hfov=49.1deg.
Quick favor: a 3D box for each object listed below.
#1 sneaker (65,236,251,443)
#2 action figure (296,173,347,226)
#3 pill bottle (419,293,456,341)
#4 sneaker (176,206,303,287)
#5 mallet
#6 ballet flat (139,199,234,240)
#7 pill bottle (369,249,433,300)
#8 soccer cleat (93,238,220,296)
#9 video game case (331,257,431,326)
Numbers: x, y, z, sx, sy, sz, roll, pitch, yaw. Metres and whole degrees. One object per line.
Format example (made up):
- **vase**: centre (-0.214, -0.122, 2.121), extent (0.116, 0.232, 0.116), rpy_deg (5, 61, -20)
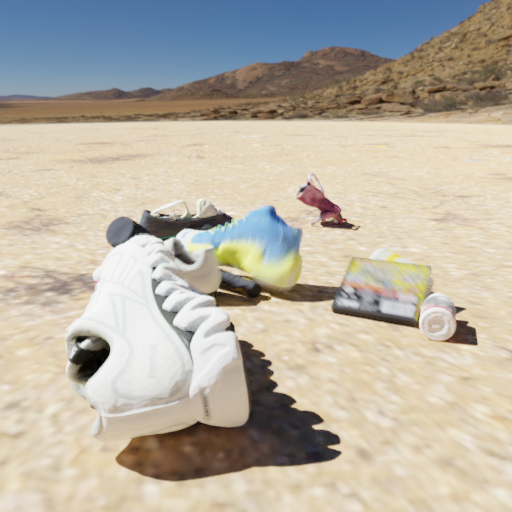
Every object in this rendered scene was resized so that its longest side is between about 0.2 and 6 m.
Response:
- **sneaker**: centre (-1.271, 0.666, 5.564), extent (1.356, 1.257, 3.346), rpy_deg (-16, 21, -20)
- **action figure**: centre (1.437, -1.101, 11.734), extent (1.228, 0.914, 0.823), rpy_deg (34, 32, 3)
- **pill bottle**: centre (2.155, 0.696, 6.642), extent (0.400, 0.400, 0.722), rpy_deg (5, 16, 17)
- **sneaker**: centre (-0.180, -0.290, 8.074), extent (1.987, 1.043, 0.752), rpy_deg (18, 4, 20)
- **mallet**: centre (-1.142, 0.021, 8.225), extent (2.689, 0.553, 0.885), rpy_deg (17, -16, 37)
- **ballet flat**: centre (-1.242, -0.728, 10.816), extent (2.086, 0.762, 0.762), rpy_deg (-7, 18, -21)
- **pill bottle**: centre (1.996, 0.272, 7.787), extent (0.487, 0.487, 0.863), rpy_deg (-12, 31, -36)
- **soccer cleat**: centre (-1.395, 0.116, 7.822), extent (1.913, 0.826, 0.668), rpy_deg (4, 17, 16)
- **video game case**: centre (1.624, 0.431, 7.236), extent (1.066, 0.136, 0.963), rpy_deg (7, 46, 26)
